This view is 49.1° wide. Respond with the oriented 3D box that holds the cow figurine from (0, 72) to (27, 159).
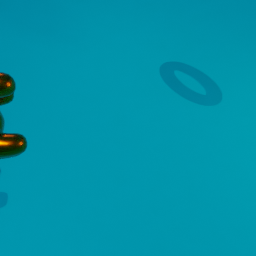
[{"bbox_3d":[-2.041,-0.215,3.101,1.543,0.860,1.568,-11,87,-26],"label":"cow figurine"}]
